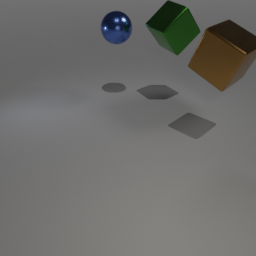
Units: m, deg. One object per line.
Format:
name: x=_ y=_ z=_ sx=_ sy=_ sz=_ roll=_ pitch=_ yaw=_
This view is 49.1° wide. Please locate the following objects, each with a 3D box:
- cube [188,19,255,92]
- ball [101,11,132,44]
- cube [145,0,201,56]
cube: x=2.989 y=-2.239 z=8.590 sx=1.400 sy=1.400 sz=1.400 roll=43 pitch=50 yaw=20
ball: x=-0.510 y=-4.425 z=12.385 sx=1.400 sy=1.400 sz=1.400 roll=0 pitch=29 yaw=0
cube: x=1.873 y=-4.182 z=11.707 sx=1.400 sy=1.400 sz=1.400 roll=-46 pitch=44 yaw=4
